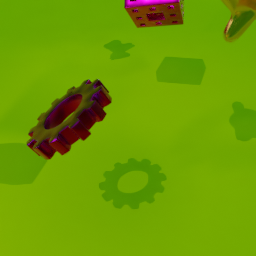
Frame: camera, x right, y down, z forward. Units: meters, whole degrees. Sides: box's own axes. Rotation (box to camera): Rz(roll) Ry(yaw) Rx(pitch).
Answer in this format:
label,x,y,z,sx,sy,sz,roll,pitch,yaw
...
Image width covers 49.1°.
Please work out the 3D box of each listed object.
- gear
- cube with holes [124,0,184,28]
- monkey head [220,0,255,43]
label,x,y,z,sx,sy,sz,roll,pitch,yaw
gear,-0.847,-0.160,3.995,1.333,0.247,1.333,-28,32,19
cube with holes,0.761,-3.660,7.514,1.370,1.370,1.370,1,-1,16
monkey head,1.662,-2.169,4.275,1.203,1.436,1.996,34,29,-4
